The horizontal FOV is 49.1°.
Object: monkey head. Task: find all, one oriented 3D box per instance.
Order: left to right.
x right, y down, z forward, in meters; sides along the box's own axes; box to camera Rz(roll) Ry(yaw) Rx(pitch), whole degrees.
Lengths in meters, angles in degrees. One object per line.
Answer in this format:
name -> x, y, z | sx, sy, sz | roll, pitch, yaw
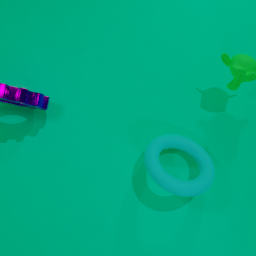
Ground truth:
monkey head -> 2.973, -1.492, 7.446 | 1.234, 0.887, 0.743 | 19, 50, -9

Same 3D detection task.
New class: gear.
gear -> -3.066, -0.840, 7.384 | 1.890, 1.890, 0.350 | 10, 87, 3

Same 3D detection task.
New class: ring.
ring -> 1.344, 0.925, 7.311 | 1.908, 0.382, 1.908 | 9, 44, -9
